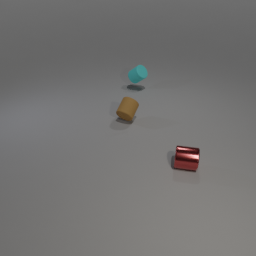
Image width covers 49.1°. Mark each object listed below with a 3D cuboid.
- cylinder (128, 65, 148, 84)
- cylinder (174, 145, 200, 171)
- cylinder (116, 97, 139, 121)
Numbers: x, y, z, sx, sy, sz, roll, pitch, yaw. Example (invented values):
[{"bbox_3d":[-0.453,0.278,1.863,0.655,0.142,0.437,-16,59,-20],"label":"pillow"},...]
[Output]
[{"bbox_3d":[0.479,-2.627,13.703,0.700,0.700,0.700,-31,6,-42],"label":"cylinder"},{"bbox_3d":[1.791,0.914,8.552,0.700,0.700,0.700,6,31,10],"label":"cylinder"},{"bbox_3d":[-0.018,-0.750,10.998,0.700,0.700,0.700,16,68,25],"label":"cylinder"}]
